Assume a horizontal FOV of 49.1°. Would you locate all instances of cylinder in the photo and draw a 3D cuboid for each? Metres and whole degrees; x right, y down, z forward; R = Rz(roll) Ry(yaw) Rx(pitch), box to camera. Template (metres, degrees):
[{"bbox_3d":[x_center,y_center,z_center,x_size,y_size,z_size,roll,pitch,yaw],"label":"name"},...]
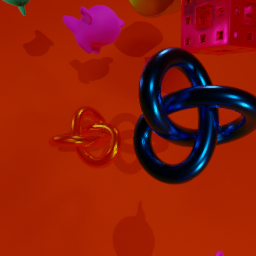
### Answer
[{"bbox_3d":[0.865,-3.760,7.526,1.396,1.396,1.396,26,34,16],"label":"cylinder"}]

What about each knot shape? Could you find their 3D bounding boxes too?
[{"bbox_3d":[0.963,-0.129,3.865,1.725,1.843,0.852,3,20,-2],"label":"knot shape"},{"bbox_3d":[-0.965,0.196,5.996,1.447,0.715,1.547,-9,43,-19],"label":"knot shape"}]

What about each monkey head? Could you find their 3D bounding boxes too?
[{"bbox_3d":[-2.815,-3.596,6.735,1.016,1.687,1.214,-41,68,-2],"label":"monkey head"},{"bbox_3d":[-0.858,-2.508,6.726,1.310,1.098,1.822,47,26,8],"label":"monkey head"}]

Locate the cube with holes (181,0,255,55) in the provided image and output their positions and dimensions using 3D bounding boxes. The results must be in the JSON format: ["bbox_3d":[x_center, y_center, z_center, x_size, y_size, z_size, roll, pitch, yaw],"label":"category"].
[{"bbox_3d":[2.081,-2.334,6.068,1.306,1.306,1.306,-6,10,-32],"label":"cube with holes"}]

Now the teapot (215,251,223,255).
[{"bbox_3d":[0.687,2.080,2.965,0.998,0.786,1.604,21,74,14],"label":"teapot"}]
